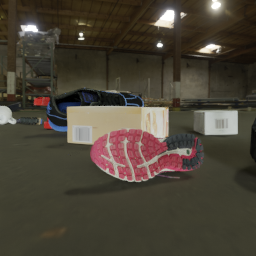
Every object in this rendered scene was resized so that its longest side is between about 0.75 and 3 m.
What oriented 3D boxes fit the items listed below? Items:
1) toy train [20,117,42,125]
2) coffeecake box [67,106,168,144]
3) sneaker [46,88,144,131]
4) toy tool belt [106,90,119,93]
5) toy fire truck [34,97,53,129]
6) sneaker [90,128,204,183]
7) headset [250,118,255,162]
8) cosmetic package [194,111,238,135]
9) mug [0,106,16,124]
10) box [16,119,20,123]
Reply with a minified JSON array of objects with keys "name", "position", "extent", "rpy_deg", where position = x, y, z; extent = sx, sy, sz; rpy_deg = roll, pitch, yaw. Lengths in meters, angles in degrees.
[{"name":"toy train","position":[-4.255,-0.303,12.331],"extent":[0.433,0.322,1.889],"rpy_deg":[12,-6,-41]},{"name":"coffeecake box","position":[-0.107,-0.106,6.334],"extent":[1.619,0.771,2.109],"rpy_deg":[2,5,22]},{"name":"sneaker","position":[-0.825,-0.607,8.020],"extent":[2.933,1.029,1.143],"rpy_deg":[-12,-25,-18]},{"name":"toy tool belt","position":[-0.647,-1.231,15.393],"extent":[2.797,1.746,1.719],"rpy_deg":[1,13,6]},{"name":"toy fire truck","position":[-2.534,-0.506,9.654],"extent":[0.374,1.083,1.536],"rpy_deg":[3,6,26]},{"name":"sneaker","position":[0.202,0.321,3.007],"extent":[1.299,0.524,0.485],"rpy_deg":[6,-15,-30]},{"name":"headset","position":[2.333,-0.125,3.336],"extent":[1.672,1.272,2.707],"rpy_deg":[2,16,17]},{"name":"cosmetic package","position":[2.502,-0.186,8.189],"extent":[0.915,0.658,1.622],"rpy_deg":[-2,5,1]},{"name":"mug","position":[-5.440,-0.473,12.401],"extent":[0.994,0.734,0.872],"rpy_deg":[31,3,-25]},{"name":"box","position":[-4.882,-0.347,13.618],"extent":[0.723,0.183,1.011],"rpy_deg":[0,3,9]}]
